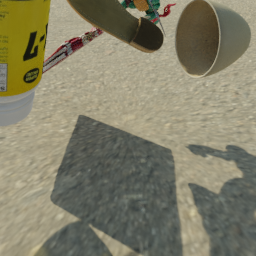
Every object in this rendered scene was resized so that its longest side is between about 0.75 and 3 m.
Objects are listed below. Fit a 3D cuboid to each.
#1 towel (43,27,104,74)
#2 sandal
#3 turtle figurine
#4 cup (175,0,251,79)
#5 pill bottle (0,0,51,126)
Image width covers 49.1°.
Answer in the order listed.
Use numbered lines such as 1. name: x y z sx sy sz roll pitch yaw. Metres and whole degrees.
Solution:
1. towel: -1.875 -1.896 7.468 2.049 0.324 2.845 -27 19 24
2. sandal: -0.513 -2.761 7.155 2.933 1.075 0.965 29 -11 -19
3. turtle figurine: 0.227 -3.755 7.951 1.985 2.652 1.335 -6 31 49
4. cup: 1.856 -1.862 5.850 1.113 1.556 1.556 -9 37 -20
5. pill bottle: -2.295 -1.533 4.872 1.696 2.967 1.696 13 44 -12
